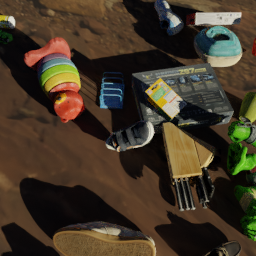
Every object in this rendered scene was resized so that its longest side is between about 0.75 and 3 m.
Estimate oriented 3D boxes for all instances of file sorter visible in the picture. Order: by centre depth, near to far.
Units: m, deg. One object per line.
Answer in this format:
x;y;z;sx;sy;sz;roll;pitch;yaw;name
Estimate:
-0.548;-1.328;9.790;0.778;0.688;1.121;3;55;1;file sorter

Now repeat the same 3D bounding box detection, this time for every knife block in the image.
1.457;1.179;7.992;2.344;0.750;2.058;32;66;26;knife block

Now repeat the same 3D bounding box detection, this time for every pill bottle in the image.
-5.440;-4.615;12.144;0.916;0.513;0.513;8;56;6;pill bottle

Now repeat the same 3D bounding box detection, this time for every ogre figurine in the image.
3.686;1.266;7.523;1.776;1.454;2.963;-5;63;-16;ogre figurine

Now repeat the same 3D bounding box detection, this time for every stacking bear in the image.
-2.259;-1.457;9.483;1.562;1.463;2.572;-27;68;5;stacking bear

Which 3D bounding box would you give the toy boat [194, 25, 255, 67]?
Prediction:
3.962;-3.346;10.619;2.837;1.318;2.385;-4;42;-2;toy boat

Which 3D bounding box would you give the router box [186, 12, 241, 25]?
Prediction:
3.465;-4.498;11.584;1.803;0.440;1.618;-1;19;-2;router box

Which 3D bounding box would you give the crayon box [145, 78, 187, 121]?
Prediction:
1.131;-0.872;8.606;1.159;0.299;0.729;46;70;4;crayon box

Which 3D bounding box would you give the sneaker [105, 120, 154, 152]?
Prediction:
-0.005;0.296;8.034;0.689;1.736;0.681;-10;77;-38;sneaker

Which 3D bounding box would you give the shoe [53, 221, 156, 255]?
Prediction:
-0.582;2.849;7.001;2.547;0.890;0.680;5;12;6;shoe

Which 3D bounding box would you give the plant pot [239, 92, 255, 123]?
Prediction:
4.093;-0.601;9.308;0.824;0.824;0.881;30;75;19;plant pot

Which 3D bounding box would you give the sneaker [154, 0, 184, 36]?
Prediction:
1.594;-4.852;12.169;0.838;0.831;2.313;-30;51;8;sneaker

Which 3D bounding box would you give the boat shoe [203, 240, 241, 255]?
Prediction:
2.243;3.160;6.831;1.338;0.491;0.498;-24;59;-16;boat shoe

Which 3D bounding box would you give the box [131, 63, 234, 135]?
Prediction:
1.731;-1.030;9.542;2.916;0.744;2.300;-9;57;-6;box

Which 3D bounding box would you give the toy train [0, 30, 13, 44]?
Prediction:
-5.659;-4.012;11.839;1.800;0.376;0.508;24;49;15;toy train
